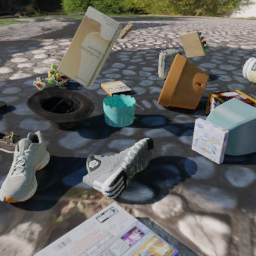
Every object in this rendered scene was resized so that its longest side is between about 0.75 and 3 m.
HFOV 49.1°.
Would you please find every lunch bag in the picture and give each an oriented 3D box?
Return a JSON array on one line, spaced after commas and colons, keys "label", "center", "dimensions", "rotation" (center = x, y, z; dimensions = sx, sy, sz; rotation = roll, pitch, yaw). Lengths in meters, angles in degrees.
[{"label": "lunch bag", "center": [2.412, -3.834, 16.742], "dimensions": [1.163, 1.669, 1.400], "rotation": [17, 32, 27]}]

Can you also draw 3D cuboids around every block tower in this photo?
[{"label": "block tower", "center": [-0.073, -4.252, 12.229], "dimensions": [0.224, 0.775, 0.209], "rotation": [54, 21, 21]}]

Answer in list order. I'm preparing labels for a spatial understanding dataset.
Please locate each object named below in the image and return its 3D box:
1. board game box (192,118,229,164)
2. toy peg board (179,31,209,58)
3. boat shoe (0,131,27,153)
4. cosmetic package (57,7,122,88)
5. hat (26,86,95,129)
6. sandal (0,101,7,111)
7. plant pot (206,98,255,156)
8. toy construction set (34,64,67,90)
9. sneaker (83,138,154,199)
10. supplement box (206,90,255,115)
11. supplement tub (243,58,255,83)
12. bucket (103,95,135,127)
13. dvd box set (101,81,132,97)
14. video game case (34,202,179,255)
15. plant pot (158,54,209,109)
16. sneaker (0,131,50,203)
[{"label": "board game box", "center": [2.694, 0.418, 9.285], "dimensions": [0.241, 1.168, 1.171], "rotation": [-19, 34, -33]}, {"label": "toy peg board", "center": [2.540, -3.215, 10.558], "dimensions": [0.455, 0.927, 0.931], "rotation": [-37, 25, -23]}, {"label": "boat shoe", "center": [-4.241, 0.434, 9.881], "dimensions": [1.929, 0.574, 0.693], "rotation": [7, 29, 13]}, {"label": "cosmetic package", "center": [-1.364, -2.840, 10.118], "dimensions": [1.321, 2.511, 0.893], "rotation": [28, 6, -2]}, {"label": "hat", "center": [-2.725, -0.637, 11.416], "dimensions": [2.640, 1.065, 2.640], "rotation": [7, 37, -5]}, {"label": "sandal", "center": [-6.606, -0.802, 12.117], "dimensions": [1.023, 0.651, 2.721], "rotation": [16, 32, 27]}, {"label": "plant pot", "center": [3.537, 0.079, 9.691], "dimensions": [1.551, 1.522, 1.518], "rotation": [-18, 33, -20]}, {"label": "toy construction set", "center": [-4.181, -2.791, 15.510], "dimensions": [1.396, 0.981, 2.129], "rotation": [29, 41, 3]}, {"label": "sneaker", "center": [-0.377, 0.929, 8.555], "dimensions": [1.546, 1.005, 2.677], "rotation": [14, 32, 29]}, {"label": "supplement box", "center": [4.347, -0.858, 11.877], "dimensions": [1.462, 0.971, 1.442], "rotation": [-7, 29, -13]}, {"label": "supplement tub", "center": [7.609, -3.078, 15.531], "dimensions": [1.457, 1.457, 2.010], "rotation": [-16, 32, -28]}, {"label": "bucket", "center": [-0.356, -0.725, 11.682], "dimensions": [1.440, 0.937, 1.440], "rotation": [0, 29, 0]}, {"label": "dvd box set", "center": [-0.642, -2.128, 15.060], "dimensions": [1.160, 0.233, 1.586], "rotation": [-12, 31, -22]}, {"label": "video game case", "center": [-0.414, 2.700, 5.701], "dimensions": [2.185, 0.497, 1.981], "rotation": [-25, 37, -38]}, {"label": "plant pot", "center": [2.552, -1.899, 12.700], "dimensions": [1.689, 2.413, 2.413], "rotation": [23, 32, 6]}, {"label": "sneaker", "center": [-3.060, 1.012, 8.139], "dimensions": [0.986, 1.198, 2.604], "rotation": [-1, 28, 0]}]
